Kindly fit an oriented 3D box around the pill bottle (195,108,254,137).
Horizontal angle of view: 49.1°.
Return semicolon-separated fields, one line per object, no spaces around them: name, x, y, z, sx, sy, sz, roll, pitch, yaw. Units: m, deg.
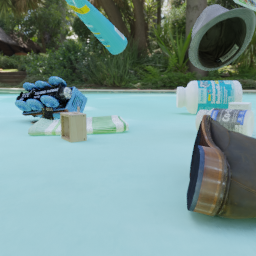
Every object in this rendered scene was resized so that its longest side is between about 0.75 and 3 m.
pill bottle;2.498;-0.130;7.284;1.327;0.755;0.755;6;10;36

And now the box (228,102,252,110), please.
box;4.508;-0.686;11.278;0.780;0.671;0.783;5;10;30

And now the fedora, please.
fedora;2.219;-2.383;7.077;1.705;0.870;1.927;-22;-33;5

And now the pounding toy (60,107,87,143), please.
pounding toy;-1.339;-0.115;7.093;0.607;0.786;0.854;-6;10;-33

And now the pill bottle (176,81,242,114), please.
pill bottle;3.771;-1.446;13.294;2.853;1.581;1.581;0;9;5

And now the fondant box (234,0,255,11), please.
fondant box;3.623;-3.506;7.553;1.804;0.526;1.302;39;23;27

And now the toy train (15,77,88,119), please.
toy train;-2.926;-0.944;10.404;2.771;1.201;1.583;-4;-32;34

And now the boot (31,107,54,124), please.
boot;-2.951;-0.410;9.697;0.795;0.599;0.291;-3;9;-20

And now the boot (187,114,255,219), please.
boot;1.427;0.463;3.611;1.171;0.903;2.416;13;20;11

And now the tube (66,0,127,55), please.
tube;-1.028;-3.238;8.280;1.051;0.684;2.713;30;-4;42

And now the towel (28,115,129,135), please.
towel;-1.459;-0.116;8.691;2.775;0.325;2.117;-1;9;-9
